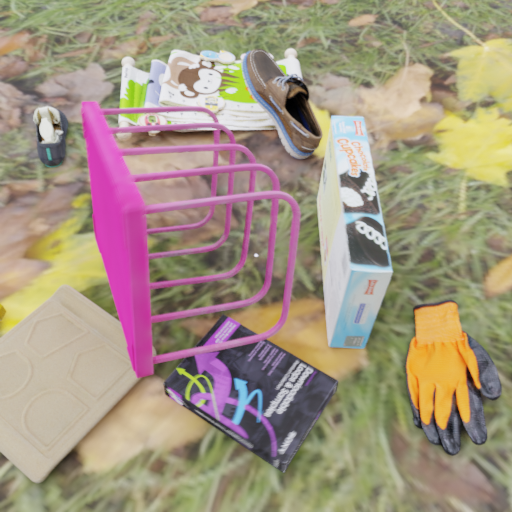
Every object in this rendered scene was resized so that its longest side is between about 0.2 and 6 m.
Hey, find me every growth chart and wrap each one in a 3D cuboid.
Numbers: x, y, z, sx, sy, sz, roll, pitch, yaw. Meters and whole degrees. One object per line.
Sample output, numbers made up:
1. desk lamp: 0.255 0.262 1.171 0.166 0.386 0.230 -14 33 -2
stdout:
1. growth chart: -0.809 -3.237 10.813 3.806 0.338 2.754 -6 52 -11

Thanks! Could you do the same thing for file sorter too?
1. file sorter: -0.907 -0.457 6.859 1.873 2.076 2.987 -9 35 -20

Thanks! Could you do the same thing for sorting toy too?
1. sorting toy: -2.842 1.301 7.113 2.668 0.357 1.988 30 60 23

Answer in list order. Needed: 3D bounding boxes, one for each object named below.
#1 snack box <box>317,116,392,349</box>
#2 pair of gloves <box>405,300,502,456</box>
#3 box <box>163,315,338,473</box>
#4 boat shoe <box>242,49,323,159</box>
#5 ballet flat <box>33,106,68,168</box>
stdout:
1. snack box: 1.242 -0.383 7.635 0.528 1.653 2.845 2 50 -2
2. pair of gloves: 2.977 1.288 6.600 2.396 0.296 2.135 -8 44 22
3. box: -0.058 1.599 6.826 1.756 0.317 1.255 28 54 19
4. boat shoe: 0.536 -2.731 9.601 0.754 0.756 2.088 -33 91 -32
5. ballet flat: -3.675 -2.295 9.986 0.613 0.613 1.677 -11 50 -9
